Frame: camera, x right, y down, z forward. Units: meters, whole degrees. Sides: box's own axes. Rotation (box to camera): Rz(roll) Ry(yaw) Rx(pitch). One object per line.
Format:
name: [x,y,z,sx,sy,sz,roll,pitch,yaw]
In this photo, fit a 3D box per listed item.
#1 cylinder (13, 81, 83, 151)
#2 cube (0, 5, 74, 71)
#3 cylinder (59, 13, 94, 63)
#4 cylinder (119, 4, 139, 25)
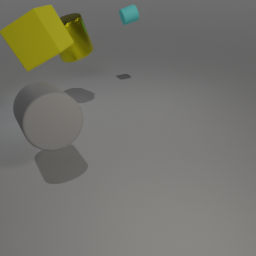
cylinder: [-1.993,-0.333,6.911,1.400,1.400,1.400,-15,26,-25]
cube: [-2.838,-2.892,8.961,1.400,1.400,1.400,-24,22,18]
cylinder: [-2.226,-3.496,10.880,1.400,1.400,1.400,-13,38,10]
cylinder: [0.048,-5.135,12.710,0.700,0.700,0.700,-24,35,-8]
